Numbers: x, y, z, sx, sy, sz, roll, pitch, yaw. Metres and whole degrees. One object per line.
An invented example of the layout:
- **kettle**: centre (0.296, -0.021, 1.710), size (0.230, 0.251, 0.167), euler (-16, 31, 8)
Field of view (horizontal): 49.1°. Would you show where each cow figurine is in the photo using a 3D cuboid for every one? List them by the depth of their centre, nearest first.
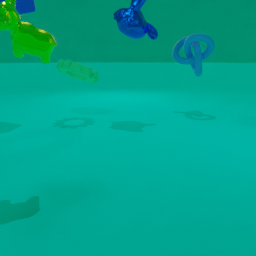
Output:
- **cow figurine**: centre (-1.569, -1.472, 4.296), size (0.966, 0.530, 0.950), euler (13, -28, -12)

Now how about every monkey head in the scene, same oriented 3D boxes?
- **monkey head**: centre (0.235, -3.719, 9.410), size (1.842, 1.325, 1.110), euler (33, 11, 16)

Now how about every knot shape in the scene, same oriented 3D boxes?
- **knot shape**: centre (2.563, -2.781, 10.864), size (0.796, 1.611, 1.722), euler (-26, 15, -32)

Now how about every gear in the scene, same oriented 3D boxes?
- **gear**: centre (-1.690, -1.894, 9.477), size (1.415, 0.262, 1.415), euler (17, -5, 2)

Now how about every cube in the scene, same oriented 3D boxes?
- **cube**: centre (-3.897, -4.358, 9.196), size (1.088, 1.088, 1.088), euler (14, 33, 25)
